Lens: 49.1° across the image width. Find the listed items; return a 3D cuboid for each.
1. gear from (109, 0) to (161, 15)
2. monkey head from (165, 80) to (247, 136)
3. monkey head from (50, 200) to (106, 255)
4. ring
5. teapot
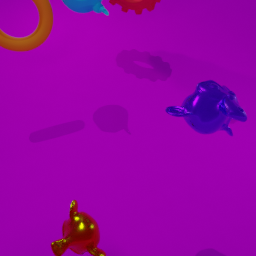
[{"bbox_3d":[0.120,-4.564,8.928,2.034,2.034,0.376,13,67,9],"label":"gear"},{"bbox_3d":[1.316,-0.205,4.319,1.364,0.822,0.982,17,29,-23],"label":"monkey head"},{"bbox_3d":[-0.944,1.992,5.175,0.718,0.857,1.191,-37,79,25],"label":"monkey head"},{"bbox_3d":[-2.759,-2.788,6.934,1.770,1.770,0.354,-16,29,-10],"label":"ring"},{"bbox_3d":[-1.117,-3.460,6.940,1.158,0.912,1.863,-42,98,0],"label":"teapot"}]
